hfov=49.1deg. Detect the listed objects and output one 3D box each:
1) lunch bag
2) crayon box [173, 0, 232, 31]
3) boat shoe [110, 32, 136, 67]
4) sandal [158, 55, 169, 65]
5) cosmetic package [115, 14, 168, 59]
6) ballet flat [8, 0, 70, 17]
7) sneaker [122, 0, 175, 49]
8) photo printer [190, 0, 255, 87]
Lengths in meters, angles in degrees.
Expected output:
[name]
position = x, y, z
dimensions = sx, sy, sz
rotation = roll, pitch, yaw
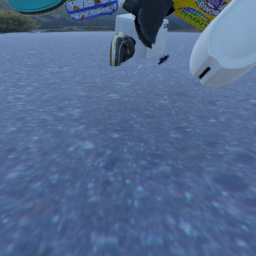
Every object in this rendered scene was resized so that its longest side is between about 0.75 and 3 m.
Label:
[lunch bag]
position = -0.815, -3.027, 6.305
dimensions = 1.395, 1.117, 0.527
rotation = -2, 39, 22
[crayon box]
position = 2.300, -3.689, 8.146
dimensions = 1.795, 0.523, 1.549
rotation = 20, -28, -24
[boat shoe]
position = -0.114, -2.287, 7.995
dimensions = 0.657, 0.742, 2.028
rotation = 9, 35, 1
[sandal]
position = 1.383, -2.754, 11.145
dimensions = 0.398, 0.224, 1.047
rotation = -29, 14, 25
[cosmetic package]
position = 0.471, -3.407, 10.248
dimensions = 1.491, 1.230, 1.229
rotation = 27, 38, 30
[ballet flat]
position = -0.799, -2.184, 4.089
dimensions = 2.193, 0.740, 0.684
rotation = -11, 11, 28
[sneaker]
position = 0.799, -3.690, 7.918
dimensions = 1.360, 2.607, 0.783
rotation = 33, -10, -10
[photo printer]
position = 2.064, -1.739, 4.455
dimensions = 0.907, 2.613, 2.174
rotation = 44, 8, 3
